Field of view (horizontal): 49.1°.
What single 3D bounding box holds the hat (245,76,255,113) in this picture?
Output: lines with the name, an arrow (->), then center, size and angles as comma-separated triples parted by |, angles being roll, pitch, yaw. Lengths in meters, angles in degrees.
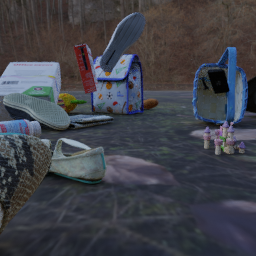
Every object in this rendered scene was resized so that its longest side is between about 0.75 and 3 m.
hat -> 5.915, -1.000, 10.955 | 2.894, 2.894, 1.167 | 3, 54, 2

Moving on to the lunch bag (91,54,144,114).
lunch bag -> -0.562, -2.057, 13.154 | 2.296, 2.701, 1.673 | 7, 11, 32

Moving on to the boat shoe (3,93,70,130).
boat shoe -> -2.899, -0.404, 8.941 | 2.555, 0.795, 0.953 | 20, 34, 21

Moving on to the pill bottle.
pill bottle -> -2.633, 0.093, 6.642 | 1.021, 0.555, 0.555 | -9, 13, -42

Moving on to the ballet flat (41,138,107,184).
ballet flat -> -1.161, 0.437, 4.410 | 1.884, 0.587, 0.635 | 4, 7, 22

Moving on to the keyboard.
keyboard -> 2.365, -1.261, 7.690 | 0.702, 0.114, 1.105 | -3, -27, 26

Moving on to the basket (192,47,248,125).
basket -> 3.051, -1.201, 9.226 | 1.770, 2.244, 2.545 | 5, -4, 8

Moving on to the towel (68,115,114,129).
towel -> -1.746, -0.298, 9.773 | 1.805, 0.324, 1.875 | 7, 12, 37

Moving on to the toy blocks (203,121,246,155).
toy blocks -> 2.078, 0.159, 5.938 | 0.771, 0.649, 0.720 | -2, 9, -9

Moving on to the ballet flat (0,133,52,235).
ballet flat -> -1.815, 0.800, 1.718 | 2.959, 1.004, 1.114 | -11, 36, -29

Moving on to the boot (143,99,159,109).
boot -> 0.826, -1.246, 14.773 | 1.481, 0.568, 1.150 | 0, 8, 13

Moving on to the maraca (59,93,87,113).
maraca -> -2.838, -1.186, 13.273 | 1.721, 0.921, 1.180 | -4, 3, 7

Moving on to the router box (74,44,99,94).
router box -> -1.028, -1.477, 7.158 | 0.307, 1.127, 1.256 | -13, 9, -1

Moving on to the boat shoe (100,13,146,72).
boat shoe -> -0.206, -2.299, 7.458 | 0.628, 1.745, 0.541 | 36, 11, -18

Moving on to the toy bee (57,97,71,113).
toy bee -> -3.509, -1.198, 12.325 | 2.410, 1.310, 1.578 | 6, 12, 31

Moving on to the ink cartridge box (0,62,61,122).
ink cartridge box -> -3.804, -1.475, 10.905 | 2.048, 1.188, 2.828 | -1, 36, -5
